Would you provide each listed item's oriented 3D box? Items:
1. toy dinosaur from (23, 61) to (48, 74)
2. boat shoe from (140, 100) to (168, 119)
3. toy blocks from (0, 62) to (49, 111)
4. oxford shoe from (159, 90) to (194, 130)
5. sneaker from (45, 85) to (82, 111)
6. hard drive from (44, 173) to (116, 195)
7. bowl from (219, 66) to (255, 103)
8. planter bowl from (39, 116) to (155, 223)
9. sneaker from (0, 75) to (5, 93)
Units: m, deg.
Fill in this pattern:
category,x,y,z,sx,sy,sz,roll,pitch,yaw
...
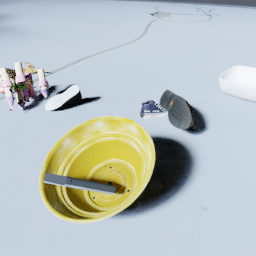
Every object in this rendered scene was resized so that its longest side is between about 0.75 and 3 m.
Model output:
category,x,y,z,sx,sy,sz,roll,pitch,yaw
toy dinosaur,-4.906,-2.924,14.217,1.723,0.520,0.915,-12,60,-11
boat shoe,1.101,-0.776,10.590,1.337,0.620,0.499,-13,35,-19
toy blocks,-4.352,-1.443,11.157,1.954,1.645,1.826,-13,-2,18
oxford shoe,1.895,-0.603,9.685,1.030,0.887,2.441,24,23,-17
sneaker,-2.476,-1.045,11.134,1.556,0.771,0.550,-32,68,0
hard drive,-1.097,1.298,6.479,1.370,0.225,0.956,21,-17,-40
bowl,5.198,-1.865,12.103,2.218,0.828,2.215,25,40,32
planter bowl,-0.598,1.131,6.778,2.804,1.168,2.804,-11,48,13
sneaker,-5.494,-2.376,12.819,0.743,0.874,2.016,-7,33,-6
